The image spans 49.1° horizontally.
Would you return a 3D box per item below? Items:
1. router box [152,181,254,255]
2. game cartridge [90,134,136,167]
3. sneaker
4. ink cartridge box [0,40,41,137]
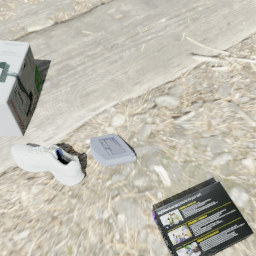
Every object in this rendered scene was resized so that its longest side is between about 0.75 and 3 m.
[{"bbox_3d":[1.706,2.248,6.555,1.870,0.478,1.395,-20,58,-11],"label":"router box"},{"bbox_3d":[-0.482,0.566,7.316,0.921,0.283,1.383,-5,24,-22],"label":"game cartridge"},{"bbox_3d":[-2.058,0.739,7.185,2.046,0.891,0.762,16,41,9],"label":"sneaker"},{"bbox_3d":[-3.424,-1.128,8.175,0.962,1.698,2.317,5,56,0],"label":"ink cartridge box"}]
